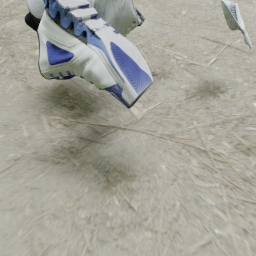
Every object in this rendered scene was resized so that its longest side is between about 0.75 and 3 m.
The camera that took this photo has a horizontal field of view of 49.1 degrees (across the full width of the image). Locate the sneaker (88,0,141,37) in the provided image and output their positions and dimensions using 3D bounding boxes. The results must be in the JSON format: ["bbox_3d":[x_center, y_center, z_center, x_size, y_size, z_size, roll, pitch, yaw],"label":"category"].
[{"bbox_3d":[-0.346,-2.286,6.400,1.244,2.812,1.058,-2,45,-22],"label":"sneaker"}]

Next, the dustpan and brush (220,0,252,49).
[{"bbox_3d":[3.219,-3.048,8.177,0.457,1.595,1.113,-10,13,36],"label":"dustpan and brush"}]

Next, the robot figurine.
[{"bbox_3d":[-1.404,-3.418,7.319,2.924,2.197,1.824,-20,2,35],"label":"robot figurine"}]

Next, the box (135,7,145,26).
[{"bbox_3d":[-0.258,-4.002,9.560,0.369,1.211,1.502,-57,37,-2],"label":"box"}]

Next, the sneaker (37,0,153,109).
[{"bbox_3d":[-0.871,-1.374,5.727,2.738,1.581,1.106,48,38,2],"label":"sneaker"}]
